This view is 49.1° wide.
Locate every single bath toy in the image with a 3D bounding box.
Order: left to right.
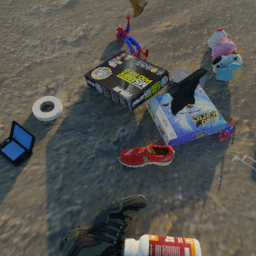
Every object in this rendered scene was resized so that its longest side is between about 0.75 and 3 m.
[{"bbox_3d":[4.511,-3.551,13.046,1.274,1.083,2.930,0,53,0],"label":"bath toy"}]

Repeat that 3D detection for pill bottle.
[{"bbox_3d":[0.916,3.617,7.790,2.045,1.155,1.155,4,54,2],"label":"pill bottle"}]

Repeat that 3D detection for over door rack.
[{"bbox_3d":[3.766,1.045,8.081,1.215,0.898,0.405,22,83,5],"label":"over door rack"}]

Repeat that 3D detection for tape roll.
[{"bbox_3d":[-3.326,-0.809,11.576,1.210,0.221,1.210,0,55,0],"label":"tape roll"}]

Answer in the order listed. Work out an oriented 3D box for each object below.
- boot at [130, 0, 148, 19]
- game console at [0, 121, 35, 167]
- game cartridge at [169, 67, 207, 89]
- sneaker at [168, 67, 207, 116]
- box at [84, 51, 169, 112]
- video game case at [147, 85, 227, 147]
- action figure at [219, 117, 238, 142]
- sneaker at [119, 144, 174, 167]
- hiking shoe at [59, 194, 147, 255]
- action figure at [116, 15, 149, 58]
[{"bbox_3d":[0.224,-4.885,11.006,0.878,1.130,0.434,43,72,-5],"label":"boot"},{"bbox_3d":[-4.135,0.562,10.259,1.286,0.748,1.131,33,60,22],"label":"game console"},{"bbox_3d":[2.684,-2.177,12.558,1.508,0.290,0.978,19,52,13],"label":"game cartridge"},{"bbox_3d":[1.729,-1.011,7.923,0.785,1.506,0.452,54,30,-6],"label":"sneaker"},{"bbox_3d":[-0.070,-2.097,11.923,2.315,0.640,2.890,-37,51,-24],"label":"box"},{"bbox_3d":[2.268,-0.547,11.174,2.436,0.554,2.208,-16,56,-11],"label":"video game case"},{"bbox_3d":[3.874,0.024,10.750,0.402,0.610,1.232,35,64,13],"label":"action figure"},{"bbox_3d":[0.655,0.871,9.969,1.992,0.846,0.767,-4,54,-3],"label":"sneaker"},{"bbox_3d":[-0.474,3.185,8.297,2.913,1.103,1.467,-33,69,-11],"label":"hiking shoe"},{"bbox_3d":[0.064,-4.582,13.735,0.837,1.270,2.566,-25,55,-17],"label":"action figure"}]
